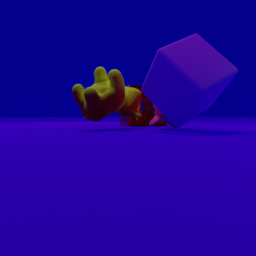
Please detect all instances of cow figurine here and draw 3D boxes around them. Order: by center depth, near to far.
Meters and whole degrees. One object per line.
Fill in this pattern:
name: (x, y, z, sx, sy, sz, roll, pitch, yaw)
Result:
cow figurine: (-0.388, -0.574, 6.420, 0.896, 1.606, 1.632, 19, 51, 37)

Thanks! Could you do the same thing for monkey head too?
monkey head: (0.935, -0.517, 6.620, 0.898, 1.490, 1.072, 34, -23, -22)

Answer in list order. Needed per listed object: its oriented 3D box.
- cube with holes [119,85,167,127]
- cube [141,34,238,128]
cube with holes: (0.447, -0.670, 8.845, 1.198, 1.198, 1.198, -1, 2, -15)
cube: (1.152, -0.922, 5.472, 1.134, 1.134, 1.134, -30, -20, -31)
